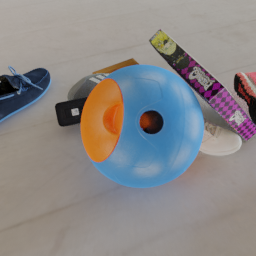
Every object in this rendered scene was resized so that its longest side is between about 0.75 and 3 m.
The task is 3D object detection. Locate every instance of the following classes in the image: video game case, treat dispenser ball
[{"bbox_3d":[2.046,-1.075,7.398,0.519,2.901,2.630,-44,50,15],"label":"video game case"},{"bbox_3d":[0.307,-0.034,6.269,2.710,2.710,2.710,0,47,0],"label":"treat dispenser ball"}]

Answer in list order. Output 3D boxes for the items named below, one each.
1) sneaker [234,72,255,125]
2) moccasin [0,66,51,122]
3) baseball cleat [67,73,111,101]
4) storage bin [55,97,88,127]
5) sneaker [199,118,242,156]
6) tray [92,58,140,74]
[{"bbox_3d":[3.955,-0.909,8.150,0.993,0.843,2.288,-13,52,2],"label":"sneaker"},{"bbox_3d":[-3.434,-1.116,8.340,1.201,1.018,2.985,14,44,24],"label":"moccasin"},{"bbox_3d":[-0.392,-1.181,8.391,2.741,0.956,1.459,-23,32,-20],"label":"baseball cleat"},{"bbox_3d":[-1.467,-0.439,7.813,0.983,0.461,0.665,-12,91,-1],"label":"storage bin"},{"bbox_3d":[1.863,-0.006,7.337,2.207,0.977,0.830,20,61,23],"label":"sneaker"},{"bbox_3d":[-0.329,-1.873,9.591,1.591,0.295,0.785,-23,50,-18],"label":"tray"}]
